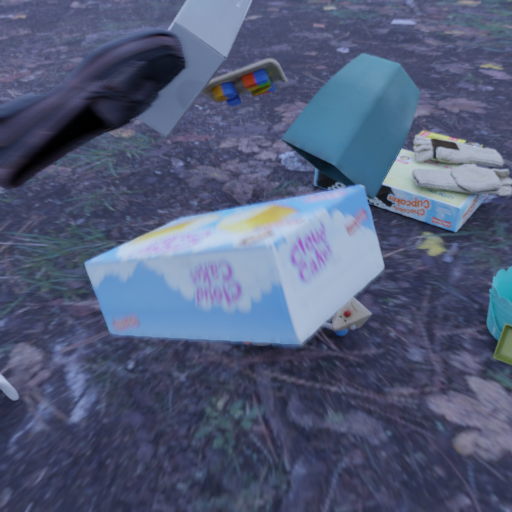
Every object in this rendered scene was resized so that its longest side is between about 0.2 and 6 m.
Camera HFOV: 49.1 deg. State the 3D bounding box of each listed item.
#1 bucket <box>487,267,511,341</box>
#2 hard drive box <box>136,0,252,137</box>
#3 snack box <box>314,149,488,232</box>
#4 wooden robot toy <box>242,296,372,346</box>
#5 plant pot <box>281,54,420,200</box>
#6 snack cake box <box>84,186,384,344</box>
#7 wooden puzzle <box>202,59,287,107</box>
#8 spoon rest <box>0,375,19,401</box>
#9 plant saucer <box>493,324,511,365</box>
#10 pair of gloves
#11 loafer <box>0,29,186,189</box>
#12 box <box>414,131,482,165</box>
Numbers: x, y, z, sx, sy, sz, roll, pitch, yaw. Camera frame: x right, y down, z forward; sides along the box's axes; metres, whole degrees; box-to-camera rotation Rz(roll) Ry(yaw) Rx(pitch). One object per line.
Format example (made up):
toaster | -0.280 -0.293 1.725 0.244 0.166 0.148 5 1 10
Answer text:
bucket | 4.204 0.836 8.594 1.289 0.839 1.289 -1 34 1
hard drive box | -1.076 -3.362 9.102 0.895 1.817 2.331 32 43 -20
snack box | 3.216 -1.679 12.403 3.342 0.620 1.942 24 41 30
wooden robot toy | 0.130 0.678 8.573 3.066 1.351 1.391 27 54 34
plant pot | 1.699 -2.241 9.307 1.355 1.917 1.354 27 7 -46
snack cake box | -0.308 0.111 5.954 2.804 0.942 1.612 -5 17 42
wooden puzzle | -0.284 -3.544 11.794 1.798 0.416 1.665 -12 3 10
spoon rest | -4.057 2.060 7.041 0.986 0.602 1.986 27 42 33
plant saucer | 3.850 1.332 8.194 0.568 0.569 0.136 20 16 26
pair of gloves | 4.340 -1.954 11.911 1.998 0.412 2.349 9 35 8
loafer | -2.121 -1.793 7.144 2.919 1.049 0.919 -28 68 1
box | 4.827 -2.737 14.144 1.540 0.386 0.579 22 40 28
